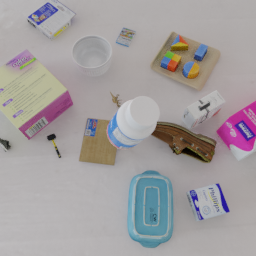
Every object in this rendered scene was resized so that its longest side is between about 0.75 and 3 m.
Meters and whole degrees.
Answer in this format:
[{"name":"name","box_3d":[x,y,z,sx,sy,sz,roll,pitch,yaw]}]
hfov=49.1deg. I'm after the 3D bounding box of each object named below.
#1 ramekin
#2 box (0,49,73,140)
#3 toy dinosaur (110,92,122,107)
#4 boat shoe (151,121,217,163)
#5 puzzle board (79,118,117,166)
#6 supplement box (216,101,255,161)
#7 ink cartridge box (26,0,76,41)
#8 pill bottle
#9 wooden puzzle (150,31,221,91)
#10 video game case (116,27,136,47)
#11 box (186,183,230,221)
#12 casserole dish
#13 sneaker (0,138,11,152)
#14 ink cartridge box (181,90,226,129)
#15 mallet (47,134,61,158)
[{"name":"ramekin","box_3d":[-1.521,-3.042,12.091,1.725,0.905,1.725,0,68,0]},{"name":"box","box_3d":[-4.012,-1.347,11.198,2.352,1.293,2.674,-42,75,-15]},{"name":"toy dinosaur","box_3d":[-0.528,-1.214,11.544,0.240,0.418,0.826,-34,93,-44]},{"name":"boat shoe","box_3d":[1.995,0.538,10.618,2.687,0.967,0.914,17,68,7]},{"name":"puzzle board","box_3d":[-1.086,0.525,11.069,1.390,0.161,1.845,6,68,4]},{"name":"supplement box","box_3d":[5.125,-0.235,10.648,2.948,1.524,1.492,-31,72,-10]},{"name":"ink cartridge box","box_3d":[-3.587,-5.180,13.246,1.691,0.402,1.711,40,72,16]},{"name":"pill bottle","box_3d":[0.170,-0.168,9.587,1.363,2.429,1.363,6,70,-17]},{"name":"wooden puzzle","box_3d":[2.561,-3.072,12.279,2.496,0.578,2.312,29,70,11]},{"name":"video game case","box_3d":[-0.094,-4.225,13.011,0.654,0.081,0.914,21,70,9]},{"name":"box","box_3d":[2.821,2.636,9.970,1.155,0.606,1.063,-14,69,-6]},{"name":"casserole dish","box_3d":[0.823,2.796,9.963,1.650,0.529,2.725,3,69,1]},{"name":"sneaker","box_3d":[-4.872,0.567,11.006,0.342,0.251,0.756,-39,77,-17]},{"name":"ink cartridge box","box_3d":[2.945,-0.691,11.053,1.482,1.069,0.621,-29,71,-11]},{"name":"mallet","box_3d":[-2.812,0.684,11.003,0.339,0.212,1.031,-30,76,-16]}]
